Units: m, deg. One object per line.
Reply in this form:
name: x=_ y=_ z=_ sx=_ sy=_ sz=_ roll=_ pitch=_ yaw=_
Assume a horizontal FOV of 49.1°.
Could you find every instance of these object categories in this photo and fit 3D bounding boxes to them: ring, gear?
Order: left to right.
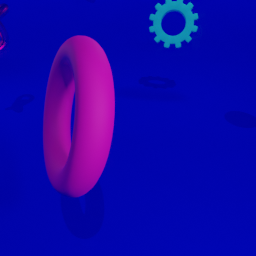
ring: x=-0.658 y=-0.131 z=3.304 sx=0.371 sy=1.855 sz=1.855 roll=4 pitch=27 yaw=-28
gear: x=1.435 y=-3.310 z=8.870 sx=1.504 sy=1.504 sz=0.278 roll=4 pitch=14 yaw=7

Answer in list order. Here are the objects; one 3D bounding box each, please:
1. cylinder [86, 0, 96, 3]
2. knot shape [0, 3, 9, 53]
cylinder: x=-1.329 y=-4.939 z=9.627 sx=0.877 sy=0.877 sz=0.877 roll=31 pitch=6 yaw=-4
knot shape: x=-3.328 y=-2.566 z=6.920 sx=0.618 sy=1.338 sz=1.252 roll=14 pitch=65 yaw=-5
